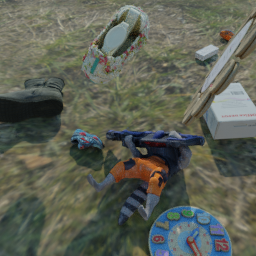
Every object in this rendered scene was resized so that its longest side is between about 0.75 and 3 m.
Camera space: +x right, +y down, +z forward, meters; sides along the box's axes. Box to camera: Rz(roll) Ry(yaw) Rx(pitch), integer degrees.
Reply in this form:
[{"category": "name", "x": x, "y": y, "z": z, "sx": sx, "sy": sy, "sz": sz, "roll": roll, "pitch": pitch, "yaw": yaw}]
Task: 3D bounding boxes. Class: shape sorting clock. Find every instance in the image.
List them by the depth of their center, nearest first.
[{"category": "shape sorting clock", "x": 1.119, "y": 2.074, "z": 5.091, "sx": 1.487, "sy": 0.292, "sz": 1.487, "roll": 0, "pitch": 43, "yaw": 0}]

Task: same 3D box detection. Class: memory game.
[{"category": "memory game", "x": 1.796, "y": -1.224, "z": 4.979, "sx": 0.180, "sy": 2.831, "sz": 2.831, "roll": 33, "pitch": 49, "yaw": 3}]

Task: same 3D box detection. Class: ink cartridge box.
[{"category": "ink cartridge box", "x": 2.663, "y": -0.481, "z": 7.524, "sx": 1.161, "sy": 0.660, "sz": 1.593, "roll": -3, "pitch": 43, "yaw": -3}]

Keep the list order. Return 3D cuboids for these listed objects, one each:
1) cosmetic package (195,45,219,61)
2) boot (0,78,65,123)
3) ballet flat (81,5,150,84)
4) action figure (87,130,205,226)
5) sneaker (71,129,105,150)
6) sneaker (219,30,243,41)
[{"category": "cosmetic package", "x": 2.887, "y": -2.756, "z": 10.256, "sx": 0.900, "sy": 0.228, "sz": 0.371, "roll": -29, "pitch": 51, "yaw": -28}, {"category": "boot", "x": -2.949, "y": -0.898, "z": 8.041, "sx": 2.263, "sy": 0.766, "sz": 1.479, "roll": -3, "pitch": 37, "yaw": -13}, {"category": "ballet flat", "x": -0.083, "y": -2.162, "z": 6.487, "sx": 1.102, "sy": 0.932, "sz": 2.915, "roll": 27, "pitch": 57, "yaw": -4}, {"category": "action figure", "x": 0.316, "y": 0.795, "z": 6.119, "sx": 2.520, "sy": 1.318, "sz": 2.438, "roll": 7, "pitch": 30, "yaw": 44}, {"category": "sneaker", "x": -1.007, "y": 0.389, "z": 6.896, "sx": 0.961, "sy": 0.381, "sz": 0.459, "roll": 19, "pitch": 58, "yaw": 29}, {"category": "sneaker", "x": 3.996, "y": -3.564, "z": 11.019, "sx": 0.935, "sy": 0.363, "sz": 0.524, "roll": 26, "pitch": 48, "yaw": 25}]
